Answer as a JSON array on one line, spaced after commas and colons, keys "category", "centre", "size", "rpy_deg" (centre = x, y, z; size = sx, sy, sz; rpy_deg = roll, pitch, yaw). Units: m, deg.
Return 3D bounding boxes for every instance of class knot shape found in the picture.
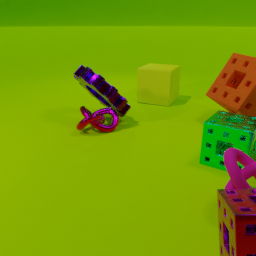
[{"category": "knot shape", "centre": [-0.735, -0.224, 7.012], "size": [1.028, 0.508, 1.099], "rpy_deg": [4, 19, -2]}, {"category": "knot shape", "centre": [1.753, 0.851, 3.955], "size": [1.089, 1.019, 0.503], "rpy_deg": [24, -17, 0]}]

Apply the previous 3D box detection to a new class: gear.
[{"category": "gear", "centre": [-0.685, -0.952, 7.411], "size": [0.314, 1.698, 1.698], "rpy_deg": [-51, 38, -7]}]

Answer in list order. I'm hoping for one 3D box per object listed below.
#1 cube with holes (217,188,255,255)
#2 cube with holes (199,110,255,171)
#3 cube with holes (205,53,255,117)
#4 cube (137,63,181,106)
[{"category": "cube with holes", "centre": [1.398, 1.107, 2.815], "size": [0.798, 0.798, 0.798], "rpy_deg": [-3, 4, 7]}, {"category": "cube with holes", "centre": [1.976, 0.252, 5.373], "size": [0.862, 0.862, 0.862], "rpy_deg": [14, 26, 32]}, {"category": "cube with holes", "centre": [3.008, -0.893, 6.878], "size": [1.250, 1.250, 1.250], "rpy_deg": [27, 10, -29]}, {"category": "cube", "centre": [1.025, -1.466, 9.304], "size": [1.136, 1.136, 1.136], "rpy_deg": [10, 24, 22]}]
